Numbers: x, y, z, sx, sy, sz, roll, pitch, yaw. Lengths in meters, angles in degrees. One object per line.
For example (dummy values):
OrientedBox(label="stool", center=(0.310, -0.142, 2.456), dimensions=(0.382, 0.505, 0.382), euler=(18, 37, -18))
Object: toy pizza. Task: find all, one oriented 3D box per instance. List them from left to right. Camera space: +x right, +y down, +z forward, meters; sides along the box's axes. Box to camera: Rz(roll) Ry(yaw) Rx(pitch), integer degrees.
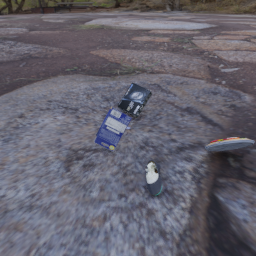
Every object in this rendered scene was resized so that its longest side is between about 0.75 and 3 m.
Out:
OrientedBox(label="toy pizza", center=(2.356, 0.359, 6.548), dimensions=(1.107, 0.175, 1.107), euler=(-4, -14, -1))

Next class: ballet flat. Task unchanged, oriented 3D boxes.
OrientedBox(label="ballet flat", center=(0.513, 0.998, 5.902), dimensions=(0.364, 0.364, 0.997), euler=(2, 26, 5))

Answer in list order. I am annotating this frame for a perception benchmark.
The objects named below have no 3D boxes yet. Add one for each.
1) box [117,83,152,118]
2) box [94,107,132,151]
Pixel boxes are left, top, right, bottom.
OrientedBox(label="box", center=(0.211, -0.896, 8.984), dimensions=(0.763, 0.952, 0.207), euler=(31, -6, 28))
OrientedBox(label="box", center=(-0.391, 0.037, 7.025), dimensions=(0.597, 0.986, 0.160), euler=(28, 2, -20))
